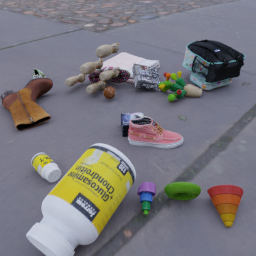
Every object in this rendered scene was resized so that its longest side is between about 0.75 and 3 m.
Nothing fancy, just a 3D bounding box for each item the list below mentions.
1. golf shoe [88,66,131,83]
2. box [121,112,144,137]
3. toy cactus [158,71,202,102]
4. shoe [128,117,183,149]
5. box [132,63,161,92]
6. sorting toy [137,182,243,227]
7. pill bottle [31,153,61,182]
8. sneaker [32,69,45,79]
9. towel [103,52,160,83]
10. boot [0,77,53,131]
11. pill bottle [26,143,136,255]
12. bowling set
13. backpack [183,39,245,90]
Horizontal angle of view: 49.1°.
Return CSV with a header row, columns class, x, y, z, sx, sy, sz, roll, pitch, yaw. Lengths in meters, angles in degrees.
class,x,y,z,sx,sy,sz,roll,pitch,yaw
golf shoe,-0.813,-2.669,13.456,2.148,0.780,0.989,4,39,23
box,0.181,-0.150,10.306,0.871,0.537,0.864,-3,34,-4
toy cactus,2.333,-1.877,12.502,1.926,1.194,2.334,13,27,1
shoe,0.955,0.143,9.574,1.916,0.872,0.685,3,35,4
box,0.868,-2.402,13.222,1.200,0.379,1.522,8,43,-15
sorting toy,1.595,1.983,7.174,2.751,0.954,0.947,3,58,2
pill bottle,-2.432,1.183,8.362,0.546,0.546,0.955,-27,43,-34
sneaker,-4.392,-2.608,13.677,0.644,0.743,1.676,-10,36,-15
towel,-0.017,-3.285,14.940,2.620,0.442,2.744,19,38,26
boot,-3.757,-1.080,11.382,2.368,0.861,2.515,-22,41,-29
pill bottle,-1.040,1.721,6.583,1.475,1.475,2.633,19,51,25
bowling set,-1.192,-2.210,12.603,2.917,2.030,1.566,-31,6,32
backpack,3.872,-3.090,13.292,2.204,1.922,2.507,-19,50,-21
